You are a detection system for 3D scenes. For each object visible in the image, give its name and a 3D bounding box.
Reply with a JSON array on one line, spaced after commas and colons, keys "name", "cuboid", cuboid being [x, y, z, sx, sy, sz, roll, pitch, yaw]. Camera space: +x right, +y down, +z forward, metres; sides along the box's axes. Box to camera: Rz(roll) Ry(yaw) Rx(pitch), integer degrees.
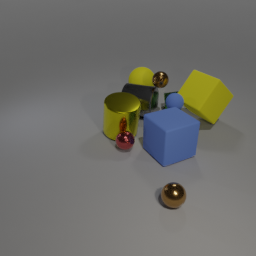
[{"name": "cube", "cuboid": [3.056, -1.251, 11.274, 1.400, 1.400, 1.400, 30, 6, -43]}, {"name": "cube", "cuboid": [2.071, -1.224, 13.056, 0.700, 0.700, 0.700, -6, 29, 9]}, {"name": "ball", "cuboid": [1.803, -0.998, 10.804, 0.700, 0.700, 0.700, 0, 30, 0]}, {"name": "cube", "cuboid": [1.471, 0.259, 9.845, 1.400, 1.400, 1.400, -15, 32, -25]}, {"name": "ball", "cuboid": [0.719, -2.450, 14.518, 1.400, 1.400, 1.400, 0, 30, 0]}, {"name": "cylinder", "cuboid": [-0.257, -0.451, 10.899, 1.400, 1.400, 1.400, 4, 40, -3]}, {"name": "ball", "cuboid": [1.355, -2.018, 11.719, 0.700, 0.700, 0.700, 0, 30, 0]}, {"name": "cylinder", "cuboid": [0.519, -1.219, 12.435, 1.400, 1.400, 1.400, 10, 32, 17]}, {"name": "ball", "cuboid": [-0.102, 0.443, 10.153, 0.700, 0.700, 0.700, 0, 30, 0]}, {"name": "ball", "cuboid": [1.269, 1.859, 7.775, 0.700, 0.700, 0.700, 0, 30, 0]}]
